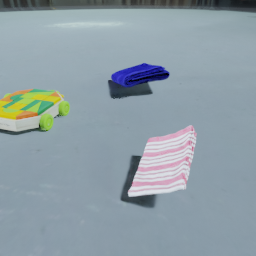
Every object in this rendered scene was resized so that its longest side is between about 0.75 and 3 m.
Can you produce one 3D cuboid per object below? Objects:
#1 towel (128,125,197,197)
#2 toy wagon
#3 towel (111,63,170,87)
[{"bbox_3d":[0.669,0.618,5.369,1.159,0.237,1.584,-19,29,34],"label":"towel"},{"bbox_3d":[-2.929,-0.715,8.619,2.187,0.558,2.819,9,30,16],"label":"toy wagon"},{"bbox_3d":[0.348,-2.022,10.415,1.705,0.572,2.309,-13,17,-11],"label":"towel"}]
